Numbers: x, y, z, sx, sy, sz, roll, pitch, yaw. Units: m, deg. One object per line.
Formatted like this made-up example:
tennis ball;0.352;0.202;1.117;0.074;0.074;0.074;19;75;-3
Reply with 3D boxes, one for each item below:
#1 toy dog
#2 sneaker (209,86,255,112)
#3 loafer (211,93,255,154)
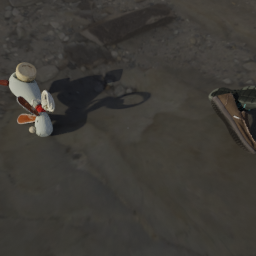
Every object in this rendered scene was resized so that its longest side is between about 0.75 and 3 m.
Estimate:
toy dog;-3.185;-0.861;8.516;1.154;1.581;2.397;-16;52;-29
sneaker;3.395;-0.787;8.389;0.736;0.774;1.953;-46;31;-20
loafer;3.176;-0.176;7.968;0.701;0.722;1.976;-32;88;1
